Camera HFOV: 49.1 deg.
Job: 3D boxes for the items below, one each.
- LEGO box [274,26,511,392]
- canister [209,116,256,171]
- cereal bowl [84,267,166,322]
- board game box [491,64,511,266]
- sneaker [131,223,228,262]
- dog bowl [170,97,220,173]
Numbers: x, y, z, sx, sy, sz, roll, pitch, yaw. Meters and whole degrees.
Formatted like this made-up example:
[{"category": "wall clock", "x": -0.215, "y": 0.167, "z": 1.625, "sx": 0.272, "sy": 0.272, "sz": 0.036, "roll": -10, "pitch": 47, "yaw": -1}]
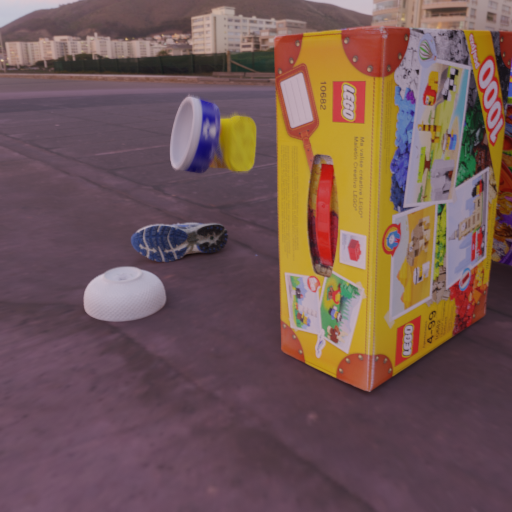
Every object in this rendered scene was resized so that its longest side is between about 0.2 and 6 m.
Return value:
[{"category": "LEGO box", "x": 1.858, "y": -0.815, "z": 7.528, "sx": 3.057, "sy": 4.105, "sz": 1.584, "roll": -19, "pitch": 25, "yaw": -40}, {"category": "canister", "x": -0.762, "y": -2.542, "z": 12.725, "sx": 0.685, "sy": 1.176, "sz": 1.583, "roll": -4, "pitch": 11, "yaw": -38}, {"category": "cereal bowl", "x": -2.127, "y": 0.533, "z": 9.050, "sx": 1.300, "sy": 0.541, "sz": 1.300, "roll": 0, "pitch": 21, "yaw": 0}, {"category": "board game box", "x": 4.453, "y": -1.297, "z": 9.213, "sx": 2.711, "sy": 4.031, "sz": 0.903, "roll": 20, "pitch": 64, "yaw": 43}, {"category": "sneaker", "x": -1.578, "y": -0.312, "z": 11.189, "sx": 1.913, "sy": 0.737, "sz": 0.815, "roll": -2, "pitch": 10, "yaw": -26}, {"category": "dog bowl", "x": -1.318, "y": -2.556, "z": 11.944, "sx": 0.600, "sy": 1.524, "sz": 1.524, "roll": 9, "pitch": 16, "yaw": -25}]
